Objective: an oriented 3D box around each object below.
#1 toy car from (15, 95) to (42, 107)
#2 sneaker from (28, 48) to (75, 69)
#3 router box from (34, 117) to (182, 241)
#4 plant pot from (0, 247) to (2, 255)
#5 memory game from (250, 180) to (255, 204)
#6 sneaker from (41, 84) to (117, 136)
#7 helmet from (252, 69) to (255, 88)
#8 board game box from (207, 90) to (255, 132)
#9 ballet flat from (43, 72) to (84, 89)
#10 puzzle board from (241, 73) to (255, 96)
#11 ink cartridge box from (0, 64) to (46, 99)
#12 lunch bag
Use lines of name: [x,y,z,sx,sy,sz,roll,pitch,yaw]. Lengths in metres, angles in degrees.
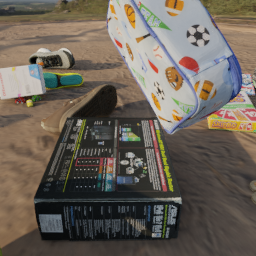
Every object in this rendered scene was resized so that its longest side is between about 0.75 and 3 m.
toy car: [-3.409,-1.009,9.831,0.865,0.193,0.814,17,31,31]
sneaker: [-3.671,-3.244,13.579,2.757,1.019,1.093,10,37,32]
router box: [-0.314,0.761,5.492,2.198,0.911,2.934,0,27,-1]
plant pot: [-2.722,1.603,2.460,2.713,2.713,2.576,15,18,28]
memory game: [3.232,1.344,5.235,1.822,0.116,1.822,0,27,0]
sneaker: [-1.341,-0.652,8.240,1.083,1.010,2.866,8,27,25]
helmet: [5.304,-1.894,10.251,1.368,1.434,1.434,-28,37,-30]
board game box: [3.242,-0.706,9.050,1.428,0.448,2.989,5,24,9]
ballet flat: [-2.781,-1.897,11.271,1.972,0.659,0.661,-2,5,-9]
puzzle board: [3.982,-1.735,10.716,1.563,0.136,1.178,5,54,4]
ink cartridge box: [-3.811,-1.617,9.805,1.596,1.026,0.999,-8,12,-8]
lunch bag: [0.363,-0.841,3.053,0.661,1.749,1.402,-26,-9,-10]
